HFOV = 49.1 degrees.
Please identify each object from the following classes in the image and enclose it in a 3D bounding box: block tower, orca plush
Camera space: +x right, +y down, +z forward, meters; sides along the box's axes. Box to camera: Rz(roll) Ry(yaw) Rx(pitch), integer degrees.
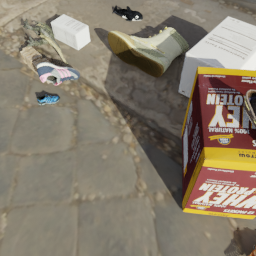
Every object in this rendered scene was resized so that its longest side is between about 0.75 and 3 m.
[{"bbox_3d":[-3.317,-2.375,10.481,0.512,0.548,1.897,-36,59,-24],"label":"block tower"},{"bbox_3d":[-0.006,-5.380,12.804,1.510,0.537,0.795,35,60,24],"label":"orca plush"}]

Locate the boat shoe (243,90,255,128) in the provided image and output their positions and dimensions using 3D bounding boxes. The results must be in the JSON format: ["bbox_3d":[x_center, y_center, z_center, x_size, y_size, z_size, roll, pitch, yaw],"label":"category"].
[{"bbox_3d":[2.648,-0.093,5.205,0.561,0.465,1.563,-27,49,12],"label":"boat shoe"}]

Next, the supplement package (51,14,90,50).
[{"bbox_3d":[-2.341,-3.941,11.521,1.392,0.792,0.762,31,60,21],"label":"supplement package"}]

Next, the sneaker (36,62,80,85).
[{"bbox_3d":[-2.296,-1.702,9.464,1.641,0.576,0.673,1,69,-46],"label":"sneaker"}]

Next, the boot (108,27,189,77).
[{"bbox_3d":[0.774,-3.298,10.909,2.717,0.979,2.101,35,61,18],"label":"boot"}]

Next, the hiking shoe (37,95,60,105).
[{"bbox_3d":[-2.692,-0.980,9.504,0.765,0.332,0.285,-15,54,-11],"label":"hiking shoe"}]

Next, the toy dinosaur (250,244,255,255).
[{"bbox_3d":[3.059,3.035,6.367,1.129,0.577,0.766,-32,42,-1],"label":"toy dinosaur"}]

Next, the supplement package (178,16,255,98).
[{"bbox_3d":[3.276,-2.198,9.562,1.699,1.720,2.837,33,59,23],"label":"supplement package"}]

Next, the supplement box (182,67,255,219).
[{"bbox_3d":[2.424,0.413,6.937,1.795,2.667,2.704,5,52,4],"label":"supplement box"}]

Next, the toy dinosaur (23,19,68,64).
[{"bbox_3d":[-3.417,-3.632,11.171,1.311,0.706,2.974,2,44,-42],"label":"toy dinosaur"}]
